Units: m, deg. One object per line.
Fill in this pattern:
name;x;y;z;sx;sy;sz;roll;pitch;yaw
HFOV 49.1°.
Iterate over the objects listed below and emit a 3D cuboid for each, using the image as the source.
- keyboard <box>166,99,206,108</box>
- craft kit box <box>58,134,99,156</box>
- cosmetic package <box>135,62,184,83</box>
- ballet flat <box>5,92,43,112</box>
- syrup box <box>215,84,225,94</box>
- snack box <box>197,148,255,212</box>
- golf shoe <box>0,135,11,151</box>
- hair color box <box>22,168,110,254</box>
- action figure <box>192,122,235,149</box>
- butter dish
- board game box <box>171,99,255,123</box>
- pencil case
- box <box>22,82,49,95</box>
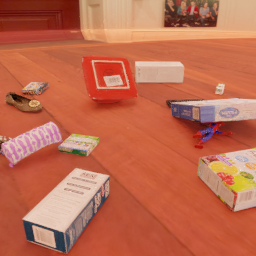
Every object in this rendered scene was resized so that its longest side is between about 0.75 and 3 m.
keyboard;2.734;-1.102;12.615;1.896;0.243;1.138;-2;25;-3
craft kit box;-1.575;0.529;9.057;0.997;0.242;0.985;8;28;16
cosmetic package;1.801;-3.317;16.537;2.754;0.981;1.397;0;25;0
ballet flat;-4.682;-1.196;12.412;2.399;0.556;0.808;19;30;35
syrup box;4.763;-2.019;14.483;0.333;0.344;0.846;10;25;22
snack box;3.181;1.185;7.133;2.278;0.603;1.620;-7;25;-15
golf shoe;-4.122;0.462;9.022;1.329;0.513;0.585;21;15;29
hair color box;-1.219;1.677;6.076;0.975;0.590;1.950;9;26;20
action figure;2.954;0.134;9.419;0.882;0.582;1.783;-1;20;38
butter dish;-1.015;-2.001;13.021;2.322;1.716;2.316;-4;65;-23
board game box;3.393;-0.702;10.406;2.801;0.611;2.815;-5;8;-10
pencil case;-2.817;0.453;8.262;1.728;0.739;0.725;-30;23;-29
box;-4.835;-2.094;14.730;0.963;0.266;1.410;1;25;1
